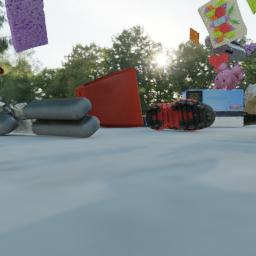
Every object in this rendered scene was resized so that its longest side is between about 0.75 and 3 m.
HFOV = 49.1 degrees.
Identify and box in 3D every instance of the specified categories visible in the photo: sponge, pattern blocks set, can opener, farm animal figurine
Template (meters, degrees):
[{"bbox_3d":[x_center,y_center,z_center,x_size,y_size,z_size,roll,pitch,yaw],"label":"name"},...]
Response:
[{"bbox_3d":[-3.286,-3.598,9.114,1.196,2.144,0.320,-25,51,-29],"label":"sponge"},{"bbox_3d":[2.619,-2.988,7.817,0.197,2.437,2.142,-30,-4,-46],"label":"pattern blocks set"},{"bbox_3d":[-1.284,-0.067,3.889,2.006,0.528,0.667,-1,35,34],"label":"can opener"},{"bbox_3d":[1.942,-0.284,3.386,1.609,1.002,1.992,19,-3,-1],"label":"farm animal figurine"}]

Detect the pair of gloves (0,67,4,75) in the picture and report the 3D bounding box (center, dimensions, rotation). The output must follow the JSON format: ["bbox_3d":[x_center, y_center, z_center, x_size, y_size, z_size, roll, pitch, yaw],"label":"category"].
[{"bbox_3d":[-4.547,-0.778,6.416,2.453,0.340,2.753,-41,-19,26],"label":"pair of gloves"}]

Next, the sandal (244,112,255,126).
[{"bbox_3d":[6.152,-0.540,12.888,0.787,1.095,2.759,18,-11,-42],"label":"sandal"}]

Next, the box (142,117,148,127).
[{"bbox_3d":[1.061,-0.280,12.992,1.445,0.441,1.824,0,1,-19],"label":"box"}]

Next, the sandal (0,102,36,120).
[{"bbox_3d":[-5.509,-0.534,11.954,0.883,1.180,3.080,-1,-8,43],"label":"sandal"}]

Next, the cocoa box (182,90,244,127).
[{"bbox_3d":[3.593,-0.834,12.214,2.393,1.570,1.596,0,1,4],"label":"cocoa box"}]

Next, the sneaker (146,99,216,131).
[{"bbox_3d":[1.292,-0.284,6.384,0.954,0.691,1.954,-3,1,-33],"label":"sneaker"}]

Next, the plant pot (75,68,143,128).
[{"bbox_3d":[-0.870,-0.999,10.934,1.951,2.214,2.212,-10,5,-22],"label":"plant pot"}]

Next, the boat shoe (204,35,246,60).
[{"bbox_3d":[3.025,-2.642,8.787,1.540,0.526,0.568,11,-36,-18],"label":"boat shoe"}]
